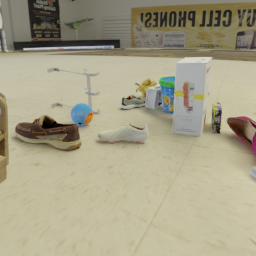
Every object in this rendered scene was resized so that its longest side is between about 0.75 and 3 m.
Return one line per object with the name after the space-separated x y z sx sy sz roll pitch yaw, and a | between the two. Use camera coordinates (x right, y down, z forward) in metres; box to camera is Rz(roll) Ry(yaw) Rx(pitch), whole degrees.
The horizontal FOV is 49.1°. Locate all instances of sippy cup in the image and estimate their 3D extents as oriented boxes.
2.180 -1.501 12.813 1.609 1.502 2.049 12 23 32 | sippy cup

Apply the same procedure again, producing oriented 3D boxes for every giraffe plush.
1.049 -2.025 15.235 1.247 1.076 1.011 3 39 -22 | giraffe plush

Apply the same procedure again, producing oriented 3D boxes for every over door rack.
-2.407 -1.785 12.975 2.616 1.932 0.871 10 24 24 | over door rack

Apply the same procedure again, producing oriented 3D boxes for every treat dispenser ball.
-1.825 -0.539 11.129 0.902 0.902 0.902 0 20 0 | treat dispenser ball

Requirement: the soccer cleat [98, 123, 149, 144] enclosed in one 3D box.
-0.167 0.138 9.575 1.753 0.680 0.608 1 20 5 | soccer cleat

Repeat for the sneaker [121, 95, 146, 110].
0.328 -1.313 13.595 1.570 0.622 0.580 -16 24 -39 | sneaker

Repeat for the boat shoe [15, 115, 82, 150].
-2.767 -0.003 9.510 2.723 0.980 0.982 12 23 29 | boat shoe

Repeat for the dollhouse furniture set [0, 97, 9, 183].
-4.145 0.283 6.333 2.644 2.266 2.781 15 23 12 | dollhouse furniture set

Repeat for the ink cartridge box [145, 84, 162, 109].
1.420 -1.554 13.716 0.549 0.947 1.312 19 27 30 | ink cartridge box

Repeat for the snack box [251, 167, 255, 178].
3.696 1.269 7.137 0.657 0.245 0.924 -3 21 -9 | snack box

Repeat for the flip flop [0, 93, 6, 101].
-6.723 -1.534 14.081 0.960 0.681 2.367 -6 21 -16 | flip flop

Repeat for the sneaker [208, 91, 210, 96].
4.017 -2.032 15.766 1.248 0.486 0.620 12 20 28 | sneaker

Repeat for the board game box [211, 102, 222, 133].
3.385 -0.406 10.714 0.312 0.909 1.100 4 22 13 | board game box

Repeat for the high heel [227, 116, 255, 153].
3.777 0.192 8.931 1.438 1.008 2.991 18 11 19 | high heel

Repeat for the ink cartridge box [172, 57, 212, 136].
2.419 -1.264 10.553 1.090 2.613 1.897 7 22 19 | ink cartridge box
